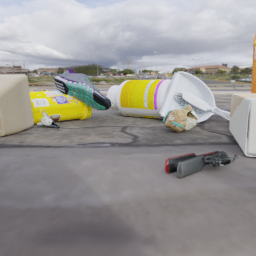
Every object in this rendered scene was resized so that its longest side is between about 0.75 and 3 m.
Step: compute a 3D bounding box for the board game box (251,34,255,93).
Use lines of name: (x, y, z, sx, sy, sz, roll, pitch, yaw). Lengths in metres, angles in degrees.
board game box: (5.946, -2.038, 9.730, 2.893, 2.896, 2.894, 5, 34, 26)

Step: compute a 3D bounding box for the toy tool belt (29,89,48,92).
toy tool belt: (-3.765, -1.084, 11.761, 1.848, 1.154, 1.136, 24, 23, 16)

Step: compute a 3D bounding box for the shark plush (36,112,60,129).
shark plush: (-2.495, -0.204, 9.147, 1.121, 0.509, 0.467, 3, -22, 44)

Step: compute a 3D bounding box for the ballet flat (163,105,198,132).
ballet flat: (1.772, -0.246, 8.811, 0.742, 0.801, 2.273, 32, 24, 18)

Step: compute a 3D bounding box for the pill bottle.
pill bottle: (0.554, -1.213, 11.538, 2.930, 1.528, 1.528, 7, 12, 37)

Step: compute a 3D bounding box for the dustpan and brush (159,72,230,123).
dustpan and brush: (2.713, -0.777, 10.098, 2.706, 1.888, 0.774, 25, -13, -13)

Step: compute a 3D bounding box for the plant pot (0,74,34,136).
plant pot: (-3.809, -0.554, 7.934, 1.653, 1.651, 1.463, 0, 22, 1)

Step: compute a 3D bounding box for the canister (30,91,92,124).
canister: (-2.749, -0.841, 10.499, 2.282, 0.988, 1.695, -10, 26, -38)

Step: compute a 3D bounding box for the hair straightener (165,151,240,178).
hair straightener: (1.374, 0.612, 4.705, 1.546, 0.316, 0.595, -1, 9, -34)

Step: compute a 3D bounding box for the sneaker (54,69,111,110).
sneaker: (-1.489, -1.530, 10.179, 2.396, 0.892, 1.049, 27, 57, 15)

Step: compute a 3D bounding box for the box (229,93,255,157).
box: (3.262, -0.191, 6.591, 1.397, 1.143, 2.941, 2, 9, 12)
